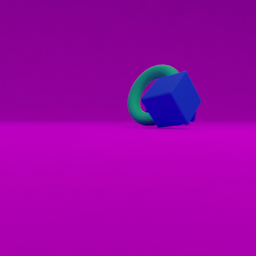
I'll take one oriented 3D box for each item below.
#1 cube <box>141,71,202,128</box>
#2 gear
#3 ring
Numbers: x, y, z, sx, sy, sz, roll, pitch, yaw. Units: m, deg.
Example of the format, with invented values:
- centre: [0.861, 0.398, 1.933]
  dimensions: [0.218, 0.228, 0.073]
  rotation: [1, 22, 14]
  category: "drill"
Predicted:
- centre: [0.967, -0.612, 6.211]
  dimensions: [0.844, 0.844, 0.844]
  rotation: [-8, 34, 45]
  category: "cube"
- centre: [1.673, -0.607, 11.021]
  dimensions: [1.956, 0.362, 1.956]
  rotation: [2, 22, -1]
  category: "gear"
- centre: [0.758, -0.964, 8.210]
  dimensions: [1.907, 1.907, 0.381]
  rotation: [1, -18, 44]
  category: "ring"
